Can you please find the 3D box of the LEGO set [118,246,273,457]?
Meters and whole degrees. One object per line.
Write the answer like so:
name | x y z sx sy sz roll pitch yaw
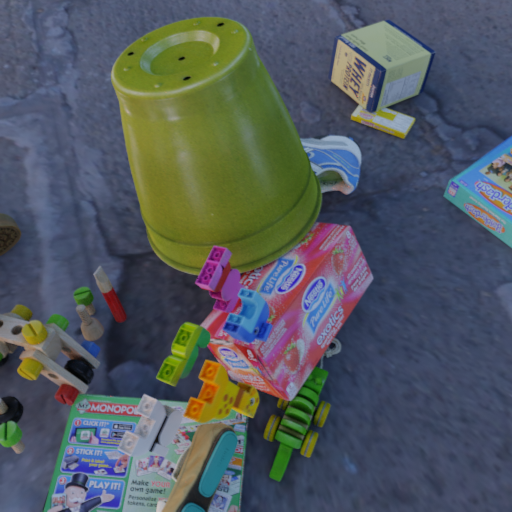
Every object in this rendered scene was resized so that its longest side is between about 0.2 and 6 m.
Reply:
LEGO set | -0.479 1.536 7.754 1.150 1.238 3.016 11 67 35

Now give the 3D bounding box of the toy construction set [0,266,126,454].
toy construction set | -3.433 0.999 8.545 2.239 2.063 2.685 28 55 35

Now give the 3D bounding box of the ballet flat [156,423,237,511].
ballet flat | -0.939 3.287 7.628 0.678 0.738 2.151 2 48 35

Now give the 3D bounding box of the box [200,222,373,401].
box | 0.545 0.763 9.070 1.360 1.302 2.728 10 50 44

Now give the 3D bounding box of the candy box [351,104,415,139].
candy box | 2.871 -3.099 12.680 1.293 0.171 0.661 25 58 17

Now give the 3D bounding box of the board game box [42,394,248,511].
board game box | -1.545 3.071 8.298 2.734 0.398 1.840 4 55 3

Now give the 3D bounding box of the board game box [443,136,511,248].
board game box | 5.350 -1.406 11.281 2.468 0.555 1.877 -33 62 -21

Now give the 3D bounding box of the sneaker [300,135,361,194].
sneaker | 0.682 -1.763 11.185 2.905 1.100 1.119 -3 55 4

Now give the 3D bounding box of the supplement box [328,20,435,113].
supplement box | 2.847 -4.388 12.905 1.634 1.098 1.636 -26 56 -22

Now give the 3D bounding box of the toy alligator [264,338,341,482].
toy alligator | 0.789 2.195 8.719 0.763 0.698 2.572 21 58 14

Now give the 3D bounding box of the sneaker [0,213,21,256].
sneaker | -6.024 -0.267 10.188 3.076 1.031 1.381 -29 65 -15

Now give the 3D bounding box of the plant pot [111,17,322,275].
plant pot | -0.759 -1.851 8.842 3.181 3.063 3.181 -9 48 10
